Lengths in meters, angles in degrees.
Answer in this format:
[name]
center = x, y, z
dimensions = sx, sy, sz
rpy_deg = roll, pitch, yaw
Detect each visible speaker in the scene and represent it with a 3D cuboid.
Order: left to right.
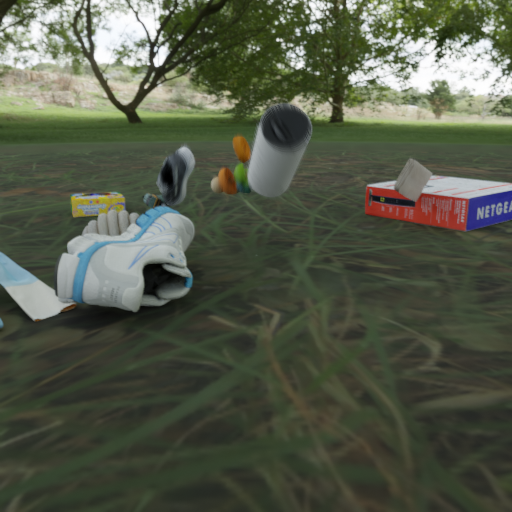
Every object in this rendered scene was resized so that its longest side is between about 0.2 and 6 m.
[speaker]
center = 0.347, -1.730, 9.549
dimensions = 0.838, 0.838, 2.064
rpy_deg = -2, -14, -6

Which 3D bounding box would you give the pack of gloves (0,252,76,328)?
[pack of gloves]
center = -3.761, 0.340, 7.631
dimensions = 2.002, 0.395, 1.682
rpy_deg = 27, 25, 25

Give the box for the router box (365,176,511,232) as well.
[router box]
center = 5.059, -1.471, 14.752
dimensions = 3.300, 0.806, 2.962
rpy_deg = -12, 19, -38

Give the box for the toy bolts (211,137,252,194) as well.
[toy bolts]
center = -0.438, -1.780, 11.917
dimensions = 0.857, 1.181, 1.236
rpy_deg = -16, -18, 22

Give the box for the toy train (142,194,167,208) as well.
[toy train]
center = -1.997, -1.067, 11.070
dimensions = 0.416, 0.311, 0.731
rpy_deg = 20, 7, -28

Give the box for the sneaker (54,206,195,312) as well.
[sneaker]
center = -1.492, 0.156, 8.461
dimensions = 1.412, 1.221, 3.258
rpy_deg = 18, 22, 13

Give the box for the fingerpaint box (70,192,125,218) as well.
[fingerpaint box]
center = -4.305, -1.413, 15.182
dimensions = 1.349, 0.495, 1.126
rpy_deg = -5, 16, -20

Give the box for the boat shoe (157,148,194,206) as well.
[boat shoe]
center = -1.548, -1.343, 10.113
dimensions = 0.521, 0.551, 1.536
rpy_deg = -31, -9, -31

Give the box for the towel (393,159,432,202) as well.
[towel]
center = 3.659, -1.732, 12.999
dimensions = 0.209, 0.802, 1.210
rpy_deg = 39, 16, 36

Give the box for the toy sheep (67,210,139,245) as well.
[toy sheep]
center = -2.513, -0.308, 9.980
dimensions = 1.621, 1.118, 1.118
rpy_deg = -15, 17, -8
